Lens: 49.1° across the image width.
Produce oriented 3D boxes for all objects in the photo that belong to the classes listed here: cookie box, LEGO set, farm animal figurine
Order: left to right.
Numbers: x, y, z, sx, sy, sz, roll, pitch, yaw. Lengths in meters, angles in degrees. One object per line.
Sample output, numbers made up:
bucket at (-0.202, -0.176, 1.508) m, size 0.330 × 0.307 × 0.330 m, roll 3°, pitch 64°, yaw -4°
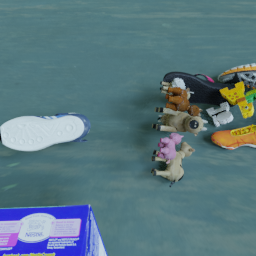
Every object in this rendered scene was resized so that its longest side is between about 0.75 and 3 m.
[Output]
cookie box at (-1.219, 1.978, 3.952) m, size 1.780 × 2.081 × 0.782 m, roll -3°, pitch 43°, yaw 3°
farm animal figurine at (1.182, 0.033, 6.429) m, size 1.071 × 2.053 × 2.031 m, roll 9°, pitch 21°, yaw -5°
LEGO set at (3.044, -0.634, 6.792) m, size 2.310 × 0.881 × 0.948 m, roll -22°, pitch 50°, yaw 23°

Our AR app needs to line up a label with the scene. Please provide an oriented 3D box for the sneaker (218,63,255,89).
sneaker at (3.843, -1.450, 8.169) m, size 2.354 × 0.909 × 0.921 m, roll 0°, pitch 16°, yaw 30°

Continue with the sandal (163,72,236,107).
sandal at (1.975, -1.071, 7.600) m, size 2.344 × 0.880 × 0.528 m, roll 9°, pitch 47°, yaw -17°

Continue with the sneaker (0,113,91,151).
sneaker at (-1.885, 0.055, 6.797) m, size 1.958 × 0.789 × 1.434 m, roll -7°, pitch 3°, yaw 1°

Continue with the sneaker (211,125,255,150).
sneaker at (2.858, 0.160, 6.867) m, size 1.631 × 0.629 × 0.595 m, roll -1°, pitch 40°, yaw -2°
